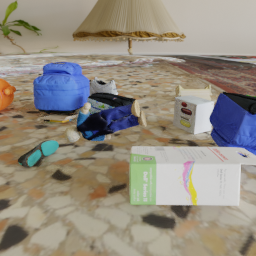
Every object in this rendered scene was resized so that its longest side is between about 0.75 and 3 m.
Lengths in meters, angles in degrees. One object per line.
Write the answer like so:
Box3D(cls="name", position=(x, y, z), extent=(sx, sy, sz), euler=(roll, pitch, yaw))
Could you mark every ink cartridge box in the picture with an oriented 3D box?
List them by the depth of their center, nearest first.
Box3D(cls="ink cartridge box", position=(1.433, 1.015, 6.288), extent=(2.773, 0.933, 1.624), euler=(0, 9, 2))

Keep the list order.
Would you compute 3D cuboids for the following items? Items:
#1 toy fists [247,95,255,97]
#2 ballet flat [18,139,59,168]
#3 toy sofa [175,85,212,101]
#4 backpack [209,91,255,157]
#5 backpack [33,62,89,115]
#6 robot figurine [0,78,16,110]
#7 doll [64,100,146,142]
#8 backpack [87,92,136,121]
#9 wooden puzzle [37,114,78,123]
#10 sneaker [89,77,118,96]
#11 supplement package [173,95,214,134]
Box3D(cls="toy fists", position=(5.456, -1.020, 12.676), extent=(2.310, 0.794, 1.177), euler=(-17, 25, -36))
Box3D(cls="ballet flat", position=(-2.672, 0.695, 8.262), extent=(0.500, 0.497, 1.461), euler=(0, 17, 24))
Box3D(cls="toy sofa", position=(3.544, -1.829, 15.255), extent=(1.866, 0.911, 0.773), euler=(-2, -5, -5))
Box3D(cls="backpack", position=(3.669, -0.051, 8.328), extent=(2.091, 1.755, 1.699), euler=(6, 31, -17))
Box3D(cls="backpack", position=(-3.105, -1.804, 12.677), extent=(2.194, 2.265, 2.700), euler=(-1, 18, 9))
Box3D(cls="robot figurine", position=(-6.283, -1.455, 12.897), extent=(1.854, 1.503, 2.578), euler=(19, 18, -5))
Box3D(cls="doll", position=(-0.840, -0.156, 8.729), extent=(2.620, 1.787, 0.635), euler=(-17, 49, 18))
Box3D(cls="backpack", position=(-0.847, -0.868, 11.654), extent=(1.900, 1.461, 1.550), euler=(27, 34, 16))
Box3D(cls="wooden puzzle", position=(-2.863, -0.387, 11.520), extent=(1.313, 0.244, 1.214), euler=(0, 8, 15))
Box3D(cls="sneaker", position=(-1.888, -2.253, 15.495), extent=(2.979, 1.221, 1.113), euler=(8, 21, 21))
Box3D(cls="supplement package", position=(2.465, -0.533, 10.681), extent=(0.896, 1.165, 1.218), euler=(-11, 22, -29))
